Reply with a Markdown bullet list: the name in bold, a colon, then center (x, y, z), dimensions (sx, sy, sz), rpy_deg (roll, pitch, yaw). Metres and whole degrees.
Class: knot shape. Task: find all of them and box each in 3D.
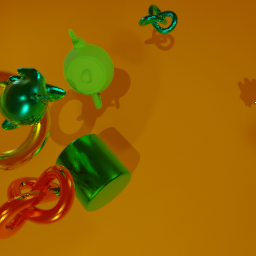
- **knot shape**: center (-1.517, 1.197, 4.834), dimensions (1.444, 1.543, 0.713), rpy_deg (-21, 107, 21)
- **knot shape**: center (0.749, -2.958, 7.638), dimensions (0.981, 0.484, 1.048), rpy_deg (-16, 50, -20)

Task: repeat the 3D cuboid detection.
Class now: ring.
- **ring**: center (-2.244, -0.112, 4.887), dimensions (1.786, 0.357, 1.786), rpy_deg (-3, 96, -28)

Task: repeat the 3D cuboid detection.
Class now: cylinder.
- **cylinder**: center (-0.755, 0.963, 6.141), dimensions (1.226, 1.226, 1.226), rpy_deg (-37, 66, -14)

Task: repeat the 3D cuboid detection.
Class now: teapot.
- **teapot**: center (-0.881, -1.247, 5.993), dimensions (1.119, 1.799, 0.881), rpy_deg (-15, 27, 6)

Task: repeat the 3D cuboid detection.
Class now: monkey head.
- **monkey head**: center (-1.506, -0.419, 4.523), dimensions (1.029, 1.430, 0.862), rpy_deg (17, 60, -41)
